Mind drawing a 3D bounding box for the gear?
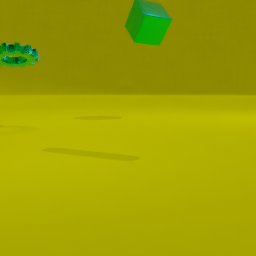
[{"bbox_3d":[-3.206,-2.023,7.888,1.298,0.240,1.298,-7,-6,-1],"label":"gear"}]

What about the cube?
[{"bbox_3d":[0.764,-4.074,10.871,1.200,1.200,1.200,-2,50,-28],"label":"cube"}]
